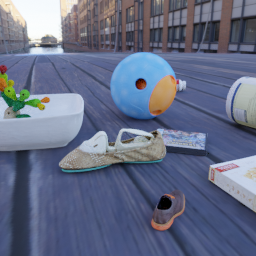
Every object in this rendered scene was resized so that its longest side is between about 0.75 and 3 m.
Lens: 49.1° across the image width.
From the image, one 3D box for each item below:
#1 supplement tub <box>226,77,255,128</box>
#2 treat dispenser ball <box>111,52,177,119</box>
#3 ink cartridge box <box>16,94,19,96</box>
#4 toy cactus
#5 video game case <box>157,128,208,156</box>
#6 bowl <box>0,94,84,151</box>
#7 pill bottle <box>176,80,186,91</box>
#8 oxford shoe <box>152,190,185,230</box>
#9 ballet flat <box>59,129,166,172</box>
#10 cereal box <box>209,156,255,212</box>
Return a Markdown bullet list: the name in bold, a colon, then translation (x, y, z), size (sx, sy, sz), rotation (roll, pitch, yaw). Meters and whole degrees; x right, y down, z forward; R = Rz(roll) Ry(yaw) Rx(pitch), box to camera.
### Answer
- **supplement tub**: translation (4.363, -0.686, 8.653), size (1.569, 1.569, 2.164), rotation (-13, 23, -35)
- **treat dispenser ball**: translation (0.548, -1.475, 9.968), size (2.343, 2.343, 2.343), rotation (0, 19, 0)
- **ink cartridge box**: translation (-4.935, -1.034, 11.692), size (1.242, 0.387, 1.543), rotation (11, 26, 29)
- **toy cactus**: translation (-3.216, -0.667, 8.190), size (1.687, 2.045, 1.046), rotation (-40, 4, 41)
- **video game case**: translation (1.423, 0.355, 7.737), size (1.492, 0.190, 1.349), rotation (5, 19, 15)
- **bowl**: translation (-2.679, -0.210, 8.050), size (2.833, 1.059, 2.837), rotation (-4, 20, -10)
- **pill bottle**: translation (2.469, -2.243, 14.803), size (1.111, 0.624, 0.624), rotation (1, 19, 3)
- **oxford shoe**: translation (0.726, 1.268, 4.712), size (0.377, 0.384, 1.058), rotation (9, 21, 25)
- **ballet flat**: translation (-0.331, 0.436, 6.490), size (2.529, 0.826, 0.892), rotation (-6, 18, -18)
- **cereal box**: translation (2.662, 1.103, 5.181), size (1.404, 0.386, 1.951), rotation (-8, 20, -22)
